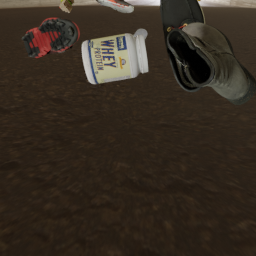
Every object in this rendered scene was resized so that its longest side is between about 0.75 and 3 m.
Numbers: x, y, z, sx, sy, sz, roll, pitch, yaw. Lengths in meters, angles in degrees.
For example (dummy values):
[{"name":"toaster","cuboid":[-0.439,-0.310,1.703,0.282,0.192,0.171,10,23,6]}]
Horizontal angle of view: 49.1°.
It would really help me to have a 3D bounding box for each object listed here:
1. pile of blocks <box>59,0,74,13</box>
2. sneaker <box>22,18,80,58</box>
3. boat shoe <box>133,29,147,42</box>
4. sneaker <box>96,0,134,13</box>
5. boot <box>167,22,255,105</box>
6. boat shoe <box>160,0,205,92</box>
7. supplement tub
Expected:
[{"name":"pile of blocks","cuboid":[-1.743,-3.651,7.772,0.310,0.998,0.410,-4,-10,31]},{"name":"sneaker","cuboid":[-1.969,-2.586,7.895,1.201,0.869,2.457,-28,20,-37]},{"name":"boat shoe","cuboid":[0.144,-2.980,10.396,0.577,0.568,1.628,32,68,9]},{"name":"sneaker","cuboid":[-0.384,-3.949,8.512,1.324,0.542,0.510,24,2,10]},{"name":"boot","cuboid":[1.077,-1.235,4.272,1.291,0.669,1.976,16,37,-39]},{"name":"boat shoe","cuboid":[1.497,-2.379,7.348,1.067,2.917,0.914,-11,16,26]},{"name":"supplement tub","cuboid":[-0.281,-1.608,6.475,1.390,1.008,1.008,-9,29,3]}]
